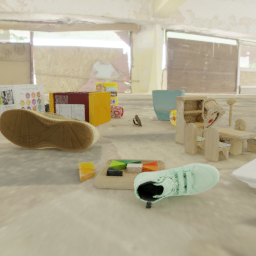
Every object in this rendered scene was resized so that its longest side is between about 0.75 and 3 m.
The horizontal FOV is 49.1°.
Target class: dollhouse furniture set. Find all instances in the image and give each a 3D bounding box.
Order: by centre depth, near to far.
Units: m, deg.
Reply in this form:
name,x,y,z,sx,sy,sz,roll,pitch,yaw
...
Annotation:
name,x,y,z,sx,sy,sz,roll,pitch,yaw
dollhouse furniture set,2.329,-0.125,7.573,1.981,1.403,2.157,-6,11,-30

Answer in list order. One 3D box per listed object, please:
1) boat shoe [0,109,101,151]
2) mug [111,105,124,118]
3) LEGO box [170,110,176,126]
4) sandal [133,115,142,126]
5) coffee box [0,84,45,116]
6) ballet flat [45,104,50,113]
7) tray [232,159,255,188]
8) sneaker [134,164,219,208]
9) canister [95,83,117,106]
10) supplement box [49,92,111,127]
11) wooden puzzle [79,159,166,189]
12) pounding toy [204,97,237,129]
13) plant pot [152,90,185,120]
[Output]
name,x,y,z,sx,sy,sz,roll,pitch,yaw
boat shoe,-2.204,0.092,7.844,2.919,1.040,0.942,12,6,14
mug,-0.765,-0.894,14.661,1.088,0.726,0.966,7,13,21
LEGO box,2.504,-0.406,11.866,1.144,0.593,1.537,-1,9,-5
sandal,0.374,-0.272,11.973,0.304,0.455,1.115,-22,17,0
coffee box,-4.937,-1.066,12.469,1.712,1.693,1.710,2,10,26
ballet flat,-5.242,-1.169,16.490,2.270,0.645,0.754,7,11,37
tray,3.066,0.814,5.274,1.340,0.277,2.496,9,13,41
sneaker,0.739,0.872,4.175,1.337,0.492,0.789,-9,2,7
canister,-1.244,-1.680,16.008,1.342,1.808,0.782,-2,9,-9
supplement box,-2.091,-0.924,12.594,2.095,1.391,2.066,3,9,16
wooden puzzle,0.089,0.812,5.363,2.209,0.258,1.490,0,9,-3
pounding toy,2.801,-0.343,9.246,0.969,1.694,0.972,-1,48,-43
plant pot,1.974,-1.122,13.636,1.431,1.458,1.427,3,9,16
